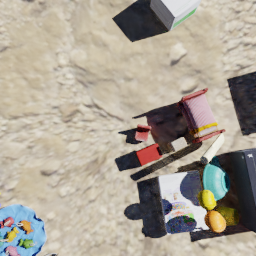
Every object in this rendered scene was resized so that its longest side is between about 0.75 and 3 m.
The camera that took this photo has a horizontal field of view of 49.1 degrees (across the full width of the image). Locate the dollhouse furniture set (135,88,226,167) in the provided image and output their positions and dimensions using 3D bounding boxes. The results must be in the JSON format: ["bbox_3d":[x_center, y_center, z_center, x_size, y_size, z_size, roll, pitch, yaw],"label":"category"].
[{"bbox_3d":[1.201,0.016,7.497,2.344,0.953,1.261,-23,84,-3],"label":"dollhouse furniture set"}]

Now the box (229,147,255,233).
[{"bbox_3d":[3.906,1.465,7.242,1.919,1.097,2.107,-8,83,-2],"label":"box"}]

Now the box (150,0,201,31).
[{"bbox_3d":[1.347,-3.598,7.978,1.025,0.882,1.030,-37,84,-4],"label":"box"}]

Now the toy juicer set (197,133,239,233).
[{"bbox_3d":[2.075,1.413,7.102,0.664,1.552,2.440,-11,85,42],"label":"toy juicer set"}]

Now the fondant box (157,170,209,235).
[{"bbox_3d":[1.454,1.973,7.517,1.101,0.445,1.527,-8,82,-1],"label":"fondant box"}]

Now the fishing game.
[{"bbox_3d":[-3.016,2.920,7.452,1.738,0.377,2.428,-43,85,-2],"label":"fishing game"}]
